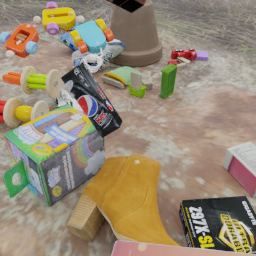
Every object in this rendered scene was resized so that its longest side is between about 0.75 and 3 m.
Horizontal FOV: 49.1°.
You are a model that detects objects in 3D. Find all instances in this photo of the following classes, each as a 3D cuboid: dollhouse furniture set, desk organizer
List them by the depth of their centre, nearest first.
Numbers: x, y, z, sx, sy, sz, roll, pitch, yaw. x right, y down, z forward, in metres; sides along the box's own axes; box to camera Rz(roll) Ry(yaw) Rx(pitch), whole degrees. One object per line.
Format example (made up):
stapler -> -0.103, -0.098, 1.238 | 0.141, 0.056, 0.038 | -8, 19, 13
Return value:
desk organizer -> -0.261, -4.145, 8.680 | 1.682, 0.648, 0.603 | 11, 23, -36
dollhouse furniture set -> 0.368, -2.077, 10.582 | 2.842, 1.097, 1.420 | 25, 44, 29

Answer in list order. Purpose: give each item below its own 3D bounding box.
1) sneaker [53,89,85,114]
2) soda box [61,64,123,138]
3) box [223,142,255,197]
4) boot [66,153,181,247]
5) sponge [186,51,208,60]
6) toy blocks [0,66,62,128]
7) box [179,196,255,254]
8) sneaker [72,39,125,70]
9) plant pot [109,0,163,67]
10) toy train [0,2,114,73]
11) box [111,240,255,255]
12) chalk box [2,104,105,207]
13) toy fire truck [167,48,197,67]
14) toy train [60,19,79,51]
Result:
sneaker -> -2.164, -0.807, 9.339 | 1.589, 0.601, 0.696 | 30, 47, 34
soda box -> -0.623, -0.493, 5.053 | 0.411, 1.296, 0.459 | -31, 11, 15
box -> 3.052, 1.000, 6.938 | 0.749, 0.638, 1.172 | -14, 40, -17
boot -> 0.347, 1.537, 5.738 | 2.959, 1.041, 2.118 | 11, 48, 28
sponge -> 3.092, -3.414, 13.074 | 1.254, 0.187, 0.699 | 6, 38, 8
toy blocks -> -3.729, -1.067, 8.971 | 2.654, 0.964, 2.212 | 8, 62, 11
box -> 1.949, 2.239, 5.484 | 1.506, 0.465, 1.886 | -4, 38, -3
sneaker -> -1.184, -2.852, 11.605 | 2.349, 0.905, 1.000 | -17, 60, 14
plant pot -> 0.273, -4.420, 12.561 | 2.792, 2.435, 2.792 | 1, 37, -1
toy train -> -1.675, -2.102, 7.004 | 2.585, 0.719, 1.942 | 18, 67, 6
box -> 1.035, 2.685, 3.114 | 2.786, 1.482, 2.121 | -6, 43, 26
chalk box -> -1.870, 0.696, 6.668 | 1.451, 1.458, 2.344 | 30, 45, 34
toy fire truck -> 2.369, -2.999, 12.234 | 1.532, 0.373, 1.080 | -6, 48, -9
toy train -> -2.086, -4.074, 13.023 | 2.326, 1.329, 1.008 | 39, 14, 28
